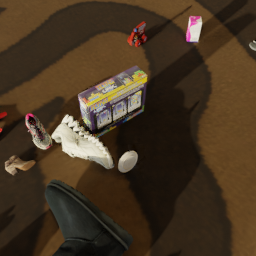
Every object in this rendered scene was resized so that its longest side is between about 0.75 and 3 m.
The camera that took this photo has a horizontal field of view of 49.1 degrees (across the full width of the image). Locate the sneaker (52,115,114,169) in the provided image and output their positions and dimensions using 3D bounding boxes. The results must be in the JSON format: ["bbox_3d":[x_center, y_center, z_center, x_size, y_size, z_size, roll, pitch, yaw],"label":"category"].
[{"bbox_3d":[-1.460,0.622,9.085,2.542,0.955,1.030,36,71,29],"label":"sneaker"}]

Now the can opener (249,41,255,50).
[{"bbox_3d":[5.997,-3.455,12.439,0.419,0.332,1.260,-49,60,9],"label":"can opener"}]

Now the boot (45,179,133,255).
[{"bbox_3d":[-1.673,2.990,7.071,2.967,1.133,2.493,34,56,15],"label":"boot"}]

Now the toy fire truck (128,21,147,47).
[{"bbox_3d":[0.424,-4.215,12.607,0.574,0.860,1.024,34,60,23],"label":"toy fire truck"}]

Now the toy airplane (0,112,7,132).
[{"bbox_3d":[-4.960,-0.057,9.884,1.543,0.284,1.543,-1,54,1],"label":"toy airplane"}]

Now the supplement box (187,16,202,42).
[{"bbox_3d":[2.996,-4.483,12.710,0.512,1.012,0.523,4,54,3],"label":"supplement box"}]

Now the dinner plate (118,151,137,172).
[{"bbox_3d":[0.020,1.046,8.559,0.753,0.753,0.091,-33,43,-22],"label":"dinner plate"}]

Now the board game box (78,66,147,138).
[{"bbox_3d":[-0.473,-0.822,9.456,2.277,1.883,0.646,-30,60,-21],"label":"board game box"}]

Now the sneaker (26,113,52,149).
[{"bbox_3d":[-3.068,0.123,9.465,0.547,0.507,1.358,-34,82,-20],"label":"sneaker"}]

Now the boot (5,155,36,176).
[{"bbox_3d":[-3.505,1.118,9.010,0.871,0.306,0.637,-31,57,-22],"label":"boot"}]
